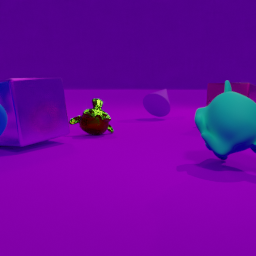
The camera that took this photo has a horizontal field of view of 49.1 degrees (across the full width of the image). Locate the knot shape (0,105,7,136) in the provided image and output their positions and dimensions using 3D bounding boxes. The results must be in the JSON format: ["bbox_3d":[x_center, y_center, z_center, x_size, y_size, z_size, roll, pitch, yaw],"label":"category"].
[{"bbox_3d":[-2.408,-0.127,4.123,0.647,1.400,1.310,-9,-25,23],"label":"knot shape"}]

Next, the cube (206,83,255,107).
[{"bbox_3d":[3.147,-0.715,8.466,1.199,1.199,1.199,6,6,36],"label":"cube"}]

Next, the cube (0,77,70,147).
[{"bbox_3d":[-2.104,-0.348,5.696,1.216,1.216,1.216,-1,9,35],"label":"cube"}]

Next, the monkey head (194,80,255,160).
[{"bbox_3d":[1.552,0.019,4.187,0.888,1.474,1.060,-26,-41,14],"label":"monkey head"}]

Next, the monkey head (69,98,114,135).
[{"bbox_3d":[-0.823,-0.256,6.896,1.156,0.697,0.832,12,48,-19],"label":"monkey head"}]

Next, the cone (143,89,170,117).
[{"bbox_3d":[1.243,-1.153,10.445,1.061,1.061,1.065,5,44,30],"label":"cone"}]
